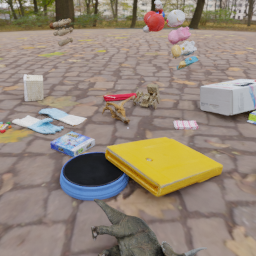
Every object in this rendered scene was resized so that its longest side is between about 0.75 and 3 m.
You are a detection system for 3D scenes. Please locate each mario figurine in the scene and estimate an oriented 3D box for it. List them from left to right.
[{"bbox_3d":[1.044,-4.765,12.048,1.073,1.250,2.025,-5,23,14],"label":"mario figurine"}]

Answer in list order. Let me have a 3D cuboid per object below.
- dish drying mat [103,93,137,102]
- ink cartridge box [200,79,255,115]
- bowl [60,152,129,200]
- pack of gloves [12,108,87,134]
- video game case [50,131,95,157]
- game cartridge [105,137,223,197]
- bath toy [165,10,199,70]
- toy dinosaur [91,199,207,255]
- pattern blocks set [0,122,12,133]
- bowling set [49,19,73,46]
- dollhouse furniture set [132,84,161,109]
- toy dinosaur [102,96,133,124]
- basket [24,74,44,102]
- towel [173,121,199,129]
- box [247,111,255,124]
[{"bbox_3d":[-0.342,-1.701,15.214,1.915,0.174,0.735,-7,25,-14],"label":"dish drying mat"},{"bbox_3d":[5.157,-1.539,13.295,2.838,1.175,2.068,-13,17,-26],"label":"ink cartridge box"},{"bbox_3d":[-1.012,1.360,8.469,2.080,0.408,2.080,0,25,0],"label":"bowl"},{"bbox_3d":[-3.449,-0.500,12.318,2.516,0.496,2.114,16,31,30],"label":"pack of gloves"},{"bbox_3d":[-2.024,0.572,10.289,1.215,0.276,1.102,16,29,31],"label":"video game case"},{"bbox_3d":[1.115,1.036,8.674,2.806,0.455,2.473,-5,24,-39],"label":"game cartridge"},{"bbox_3d":[1.870,-3.292,10.414,0.918,2.111,0.780,-12,-5,-30],"label":"bath toy"},{"bbox_3d":[0.125,2.437,5.800,1.448,1.090,2.832,-3,17,-34],"label":"toy dinosaur"},{"bbox_3d":[-5.331,-0.026,11.783,0.834,0.077,0.949,4,26,8],"label":"pattern blocks set"},{"bbox_3d":[-3.295,-4.985,13.889,0.833,1.552,1.080,-31,72,-28],"label":"bowling set"},{"bbox_3d":[1.090,-1.464,14.321,1.208,0.916,1.379,13,50,26],"label":"dollhouse furniture set"},{"bbox_3d":[-0.425,-0.825,12.975,1.391,0.791,2.618,16,30,-14],"label":"toy dinosaur"},{"bbox_3d":[-5.062,-2.153,15.044,0.973,1.210,1.199,-2,25,-18],"label":"basket"},{"bbox_3d":[2.467,-0.155,11.981,0.987,0.148,0.723,0,25,0],"label":"towel"},{"bbox_3d":[6.089,-0.521,12.517,1.512,0.360,0.922,-22,32,-40],"label":"box"}]
